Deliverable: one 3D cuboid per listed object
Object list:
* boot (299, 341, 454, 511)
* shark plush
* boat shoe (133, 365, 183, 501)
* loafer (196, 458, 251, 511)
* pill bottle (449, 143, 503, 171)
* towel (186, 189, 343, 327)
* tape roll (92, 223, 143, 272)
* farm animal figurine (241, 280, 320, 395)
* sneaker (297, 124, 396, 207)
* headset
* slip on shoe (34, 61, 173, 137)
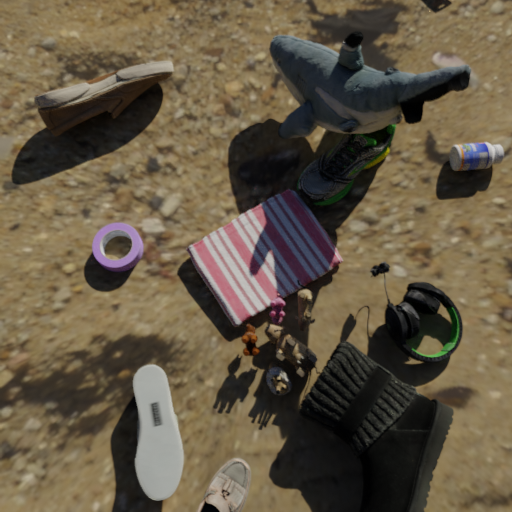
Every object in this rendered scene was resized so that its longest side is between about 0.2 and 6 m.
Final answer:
[{"bbox_3d":[1.694,3.245,9.413,2.351,1.183,3.144,30,62,3],"label":"boot"},{"bbox_3d":[1.686,-3.152,10.253,2.047,1.876,4.505,-23,27,-14],"label":"shark plush"},{"bbox_3d":[-1.692,3.055,9.775,0.792,0.713,2.240,-6,67,-6],"label":"boat shoe"},{"bbox_3d":[-0.701,4.339,9.357,0.710,0.621,1.975,30,73,10],"label":"loafer"},{"bbox_3d":[4.615,-2.086,11.727,0.972,0.545,0.545,-6,70,-2],"label":"pill bottle"},{"bbox_3d":[0.170,0.009,11.094,2.583,0.386,1.890,-30,75,-10],"label":"towel"},{"bbox_3d":[-2.753,-0.166,11.160,0.945,0.310,0.945,0,69,0],"label":"tape roll"},{"bbox_3d":[0.602,1.501,10.277,1.635,0.852,1.617,-34,91,4],"label":"farm animal figurine"},{"bbox_3d":[1.814,-2.031,11.422,2.554,1.088,0.997,-43,76,-13],"label":"sneaker"},{"bbox_3d":[2.936,0.978,10.369,1.335,1.016,2.162,-43,87,-15],"label":"headset"},{"bbox_3d":[-3.157,-3.437,12.074,3.001,1.141,0.909,-23,112,-17],"label":"slip on shoe"}]
